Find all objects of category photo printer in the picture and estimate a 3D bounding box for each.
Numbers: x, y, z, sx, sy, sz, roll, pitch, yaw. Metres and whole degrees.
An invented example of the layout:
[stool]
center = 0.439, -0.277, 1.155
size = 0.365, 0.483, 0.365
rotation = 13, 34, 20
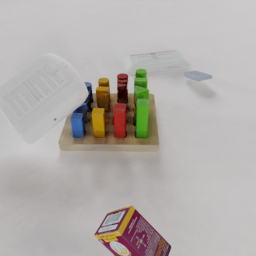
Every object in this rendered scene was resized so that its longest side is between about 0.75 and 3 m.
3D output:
[photo printer]
center = -2.277, -0.894, 7.461
size = 2.192, 0.761, 1.824
rotation = -41, 67, -8

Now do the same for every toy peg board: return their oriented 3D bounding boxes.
[toy peg board]
center = -0.478, -0.692, 8.070
size = 2.657, 1.305, 2.668
rotation = 1, 37, 1

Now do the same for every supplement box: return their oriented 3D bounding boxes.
[supplement box]
center = 0.084, 1.878, 4.648
size = 1.055, 0.691, 0.544
rotation = 47, 44, -11

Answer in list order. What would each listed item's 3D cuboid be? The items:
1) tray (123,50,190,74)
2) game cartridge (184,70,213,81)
[tray]
center = 1.140, -2.822, 11.618
size = 2.615, 0.290, 1.404
rotation = -8, 39, -5
[game cartridge]
center = 2.552, -1.940, 10.393
size = 0.657, 0.199, 0.985
rotation = -10, 25, -25
